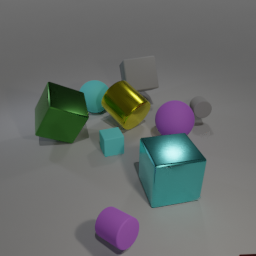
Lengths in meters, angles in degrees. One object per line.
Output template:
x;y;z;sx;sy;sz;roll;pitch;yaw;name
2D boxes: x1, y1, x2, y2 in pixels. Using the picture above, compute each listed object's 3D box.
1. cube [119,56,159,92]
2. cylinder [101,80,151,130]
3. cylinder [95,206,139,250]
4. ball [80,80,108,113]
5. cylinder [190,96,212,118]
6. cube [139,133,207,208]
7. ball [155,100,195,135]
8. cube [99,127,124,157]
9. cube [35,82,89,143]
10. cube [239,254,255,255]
0.469;-2.362;12.652;1.400;1.400;1.400;-9;5;-8;cube
-0.080;-0.890;10.907;1.400;1.400;1.400;-27;62;-38;cylinder
-0.235;2.156;6.072;0.700;0.700;0.700;13;30;42;cylinder
-1.435;-1.362;12.154;1.400;1.400;1.400;0;30;0;ball
2.854;-0.830;11.051;0.700;0.700;0.700;-1;23;-2;cylinder
1.155;1.129;7.799;1.400;1.400;1.400;-6;30;-12;cube
1.674;-0.290;10.058;1.400;1.400;1.400;0;30;0;ball
-0.562;0.477;9.654;0.700;0.700;0.700;-10;31;-16;cube
-2.383;-0.523;9.922;1.400;1.400;1.400;15;39;-31;cube
2.535;2.931;5.375;0.700;0.700;0.700;-2;31;-2;cube
